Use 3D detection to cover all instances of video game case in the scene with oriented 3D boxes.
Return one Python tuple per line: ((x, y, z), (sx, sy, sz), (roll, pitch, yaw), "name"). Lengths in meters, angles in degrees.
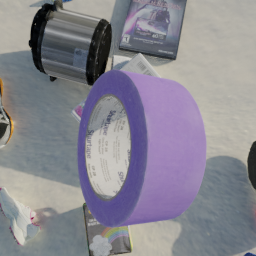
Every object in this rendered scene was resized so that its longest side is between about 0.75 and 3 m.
((0.901, -3.647, 9.393), (1.900, 0.252, 2.659), (12, 76, 3), "video game case")
((0.299, -0.233, 8.017), (2.617, 0.341, 2.875), (-42, 96, -10), "video game case")

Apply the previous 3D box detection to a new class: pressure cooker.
((-1.743, -2.418, 8.131), (2.267, 2.025, 1.994), (14, 79, 3), "pressure cooker")

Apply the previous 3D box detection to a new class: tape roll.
((0.064, 0.374, 5.374), (1.194, 2.811, 2.811), (3, 73, -31), "tape roll")

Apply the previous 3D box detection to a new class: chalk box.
((-0.535, 2.357, 7.353), (1.076, 1.071, 1.730), (-9, 74, -1), "chalk box")

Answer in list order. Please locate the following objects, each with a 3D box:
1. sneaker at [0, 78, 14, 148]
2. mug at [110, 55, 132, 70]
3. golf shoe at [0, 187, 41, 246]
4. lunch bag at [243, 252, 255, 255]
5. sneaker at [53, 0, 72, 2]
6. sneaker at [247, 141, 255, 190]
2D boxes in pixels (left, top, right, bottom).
((-4.117, -0.611, 8.192), (1.003, 0.990, 2.563), (-18, 77, -7), "sneaker")
((-0.051, -1.613, 8.604), (0.960, 0.808, 1.095), (6, 97, -9), "mug")
((-2.995, 2.309, 7.666), (0.773, 0.636, 1.688), (-27, 79, -22), "golf shoe")
((3.079, 4.073, 6.667), (1.429, 1.467, 2.159), (33, 77, 8), "lunch bag")
((-2.211, -4.545, 9.585), (0.869, 0.341, 0.287), (-7, 73, -3), "sneaker")
((4.158, 1.576, 7.659), (1.230, 1.145, 2.850), (-3, 86, -7), "sneaker")
